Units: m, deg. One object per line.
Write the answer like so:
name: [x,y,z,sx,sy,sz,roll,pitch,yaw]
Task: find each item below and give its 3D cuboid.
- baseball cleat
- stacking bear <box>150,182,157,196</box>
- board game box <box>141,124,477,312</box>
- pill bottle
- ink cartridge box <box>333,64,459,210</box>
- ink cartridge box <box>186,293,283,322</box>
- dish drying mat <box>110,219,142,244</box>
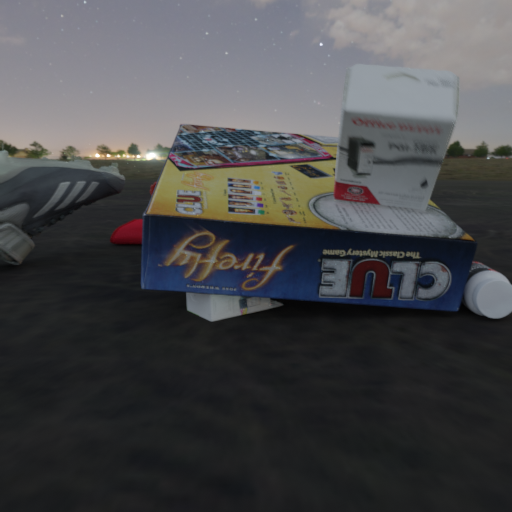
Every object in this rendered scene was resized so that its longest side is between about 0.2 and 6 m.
baseball cleat: [-3.454,-0.793,8.891,1.171,1.787,3.358,9,7,31]
stacking bear: [-1.650,-0.956,10.825,0.788,0.841,1.385,4,3,-9]
board game box: [0.379,-0.828,7.500,3.214,0.821,4.745,4,23,-5]
pill bottle: [2.372,0.358,5.871,0.481,0.481,0.831,0,10,2]
ink cartridge box: [1.301,-1.101,5.455,1.010,0.570,1.376,8,-29,9]
ink cartridge box: [-0.217,0.415,5.964,0.923,0.311,0.540,-9,13,-34]
dish drying mat: [-0.823,-0.394,10.764,3.653,0.332,1.403,3,13,9]
